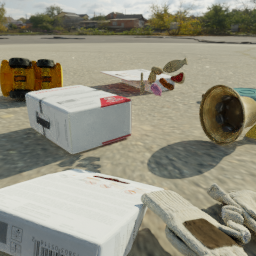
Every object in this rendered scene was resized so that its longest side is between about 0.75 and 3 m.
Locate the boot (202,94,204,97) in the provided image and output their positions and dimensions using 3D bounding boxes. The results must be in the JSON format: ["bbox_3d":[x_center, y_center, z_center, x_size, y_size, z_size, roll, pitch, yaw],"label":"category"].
[{"bbox_3d":[3.281,-1.159,10.875,0.587,0.290,0.756,-9,22,-23],"label":"boot"}]

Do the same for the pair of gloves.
[{"bbox_3d":[1.402,1.250,3.773,2.045,0.359,1.739,4,18,-24],"label":"pair of gloves"}]

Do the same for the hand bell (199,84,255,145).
[{"bbox_3d":[3.489,-0.480,7.478,2.860,1.489,1.489,-8,21,-27],"label":"hand bell"}]

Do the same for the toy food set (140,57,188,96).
[{"bbox_3d":[0.905,-1.199,6.946,1.294,0.822,0.204,-7,-14,35],"label":"toy food set"}]

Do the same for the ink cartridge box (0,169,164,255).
[{"bbox_3d":[-0.727,1.250,4.352,1.990,0.588,2.486,9,5,23],"label":"ink cartridge box"}]

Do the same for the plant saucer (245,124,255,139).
[{"bbox_3d":[4.486,-0.028,7.571,1.955,0.474,1.955,17,26,36],"label":"plant saucer"}]

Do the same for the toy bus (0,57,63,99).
[{"bbox_3d":[-3.806,-1.960,11.657,2.325,1.578,2.232,0,4,-6],"label":"toy bus"}]

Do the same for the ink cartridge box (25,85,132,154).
[{"bbox_3d":[-1.394,-0.386,7.642,1.844,1.070,2.555,-16,26,-36],"label":"ink cartridge box"}]

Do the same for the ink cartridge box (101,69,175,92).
[{"bbox_3d":[0.380,-2.284,13.372,2.542,0.645,2.885,-10,22,-27],"label":"ink cartridge box"}]

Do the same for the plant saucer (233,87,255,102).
[{"bbox_3d":[4.909,-1.388,11.549,1.953,0.268,1.953,-1,21,0],"label":"plant saucer"}]
